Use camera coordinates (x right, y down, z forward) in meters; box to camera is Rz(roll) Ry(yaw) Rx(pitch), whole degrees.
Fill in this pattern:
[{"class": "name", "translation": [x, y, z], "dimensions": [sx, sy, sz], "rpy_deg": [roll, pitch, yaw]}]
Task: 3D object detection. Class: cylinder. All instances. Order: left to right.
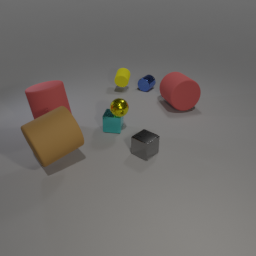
[{"class": "cylinder", "translation": [-2.950, -0.917, 10.498], "dimensions": [1.400, 1.400, 1.400], "rpy_deg": [-9, 23, 4]}, {"class": "cylinder", "translation": [-2.281, 0.245, 8.530], "dimensions": [1.400, 1.400, 1.400], "rpy_deg": [-31, 41, -22]}, {"class": "cylinder", "translation": [-0.272, -2.505, 13.892], "dimensions": [0.700, 0.700, 0.700], "rpy_deg": [5, 45, 8]}, {"class": "cylinder", "translation": [0.957, -2.311, 14.383], "dimensions": [0.700, 0.700, 0.700], "rpy_deg": [17, 35, 27]}, {"class": "cylinder", "translation": [2.288, -1.658, 12.480], "dimensions": [1.400, 1.400, 1.400], "rpy_deg": [-8, 27, -13]}]

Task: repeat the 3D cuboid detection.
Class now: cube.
[{"class": "cube", "translation": [-0.573, -0.279, 10.944], "dimensions": [0.700, 0.700, 0.700], "rpy_deg": [5, 29, 8]}, {"class": "cube", "translation": [0.586, 0.568, 9.549], "dimensions": [0.700, 0.700, 0.700], "rpy_deg": [25, 39, 35]}]

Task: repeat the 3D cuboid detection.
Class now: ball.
[{"class": "ball", "translation": [-0.320, -0.749, 10.310], "dimensions": [0.700, 0.700, 0.700], "rpy_deg": [0, 31, 0]}]
